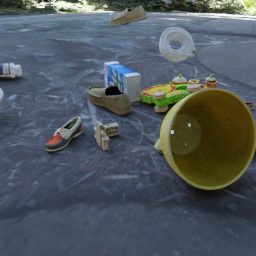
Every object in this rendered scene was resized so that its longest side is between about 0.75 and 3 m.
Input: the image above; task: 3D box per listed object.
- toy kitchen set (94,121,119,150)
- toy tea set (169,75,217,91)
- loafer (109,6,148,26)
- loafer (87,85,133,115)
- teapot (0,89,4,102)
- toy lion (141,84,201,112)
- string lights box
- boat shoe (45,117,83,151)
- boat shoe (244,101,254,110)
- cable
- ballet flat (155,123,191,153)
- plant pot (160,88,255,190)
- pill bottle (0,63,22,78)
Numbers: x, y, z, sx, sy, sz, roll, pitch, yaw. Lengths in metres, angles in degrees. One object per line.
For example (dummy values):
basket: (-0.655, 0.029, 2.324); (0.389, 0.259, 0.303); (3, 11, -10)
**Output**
toy kitchen set: (-0.651, 0.096, 9.974); (0.933, 0.844, 1.034); (-12, 31, -21)
toy tea set: (3.395, -2.293, 14.205); (2.650, 0.981, 1.576); (-24, 37, -36)
loafer: (-0.022, -4.045, 10.125); (1.522, 0.520, 0.576); (-2, 21, 27)
loafer: (-0.854, -1.505, 12.768); (1.096, 0.972, 2.881); (-25, 37, -38)
teapot: (-6.934, -1.315, 11.447); (2.492, 2.459, 1.820); (-35, 60, 13)
toy lion: (1.885, -1.607, 13.057); (2.490, 0.855, 2.387); (-12, 23, -2)
string lights box: (-0.323, -2.354, 13.965); (0.754, 1.313, 2.556); (-15, 32, -25)
boat shoe: (-2.291, 0.200, 10.072); (0.659, 0.579, 1.851); (17, 34, 25)
boat shoe: (5.189, -1.056, 12.619); (0.931, 0.334, 0.352); (5, 29, 9)
cable: (2.081, -3.611, 12.118); (1.487, 1.487, 0.515); (-7, -11, -3)
ballet flat: (2.027, 0.183, 9.859); (2.473, 0.874, 0.874); (-13, 31, -21)
plant pot: (2.028, 0.261, 8.325); (2.711, 2.711, 1.925); (-9, 5, -16)
pill bottle: (-7.014, -3.332, 16.260); (1.505, 0.836, 0.836); (-3, 29, -9)
